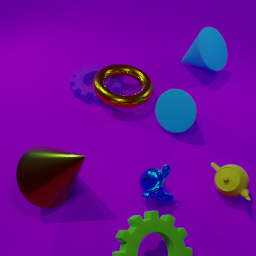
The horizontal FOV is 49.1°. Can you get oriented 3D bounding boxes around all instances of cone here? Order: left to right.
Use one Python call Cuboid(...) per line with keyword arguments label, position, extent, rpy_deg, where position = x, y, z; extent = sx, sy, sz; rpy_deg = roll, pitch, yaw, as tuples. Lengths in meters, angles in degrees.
Cuboid(label="cone", position=(-1.458, 0.899, 6.462), extent=(1.595, 1.601, 1.595), rpy_deg=(26, 51, -36))
Cuboid(label="cone", position=(1.739, -0.598, 8.808), extent=(1.296, 1.296, 1.301), rpy_deg=(30, 24, 25))
Cuboid(label="cone", position=(2.603, -2.748, 10.640), extent=(1.592, 1.592, 1.598), rpy_deg=(-40, 17, -31))

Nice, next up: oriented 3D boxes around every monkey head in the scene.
Cuboid(label="monkey head", position=(0.729, 1.395, 6.903), extent=(0.885, 1.231, 0.742), rpy_deg=(24, 52, -19))

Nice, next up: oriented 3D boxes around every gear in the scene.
Cuboid(label="gear", position=(-1.129, -1.651, 10.196), extent=(1.896, 0.351, 1.896), rpy_deg=(0, 46, 0))
Cuboid(label="gear", position=(0.512, 2.530, 5.594), extent=(1.635, 0.302, 1.635), rpy_deg=(9, 68, -22))

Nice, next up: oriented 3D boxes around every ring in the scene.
Cuboid(label="ring", position=(-0.158, -1.467, 9.519), extent=(2.080, 0.416, 2.080), rpy_deg=(5, 48, -6))

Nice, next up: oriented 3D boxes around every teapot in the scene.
Cuboid(label="teapot", position=(2.549, 1.315, 6.917), extent=(0.822, 0.647, 1.322), rpy_deg=(-51, 48, 11))
